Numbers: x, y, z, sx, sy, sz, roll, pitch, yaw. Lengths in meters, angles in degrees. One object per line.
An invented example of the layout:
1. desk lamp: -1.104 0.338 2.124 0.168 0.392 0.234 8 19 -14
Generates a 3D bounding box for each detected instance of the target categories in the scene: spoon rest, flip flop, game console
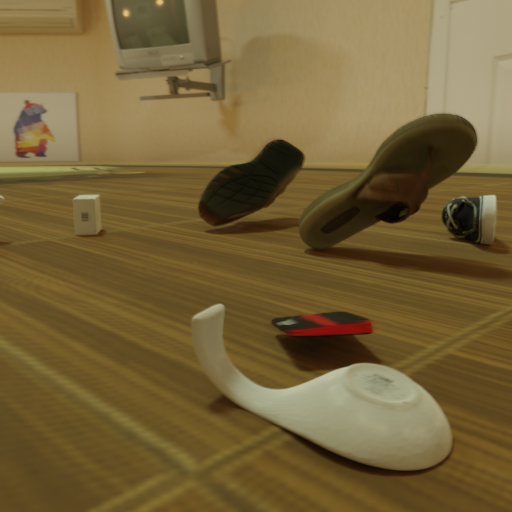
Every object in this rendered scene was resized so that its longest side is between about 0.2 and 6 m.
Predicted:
1. spoon rest: 0.413 0.994 4.127 2.020 0.612 1.004 21 21 25
2. flip flop: 2.181 -1.006 9.486 3.501 1.008 1.420 -35 -48 28
3. game console: 0.630 0.686 5.510 0.826 0.145 0.934 -5 0 -9

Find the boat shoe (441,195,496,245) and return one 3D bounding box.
1. boat shoe: 4.285 -0.800 11.469 0.913 0.966 2.694 3 10 12

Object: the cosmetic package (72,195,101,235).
1. cosmetic package: -3.714 -0.908 12.331 0.487 0.790 0.792 -1 12 -6

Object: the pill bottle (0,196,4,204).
1. pill bottle: -5.470 -0.819 11.053 0.585 1.041 0.585 32 -4 3

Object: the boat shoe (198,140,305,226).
1. boat shoe: -0.061 -1.571 13.543 1.290 1.259 3.410 42 51 13
